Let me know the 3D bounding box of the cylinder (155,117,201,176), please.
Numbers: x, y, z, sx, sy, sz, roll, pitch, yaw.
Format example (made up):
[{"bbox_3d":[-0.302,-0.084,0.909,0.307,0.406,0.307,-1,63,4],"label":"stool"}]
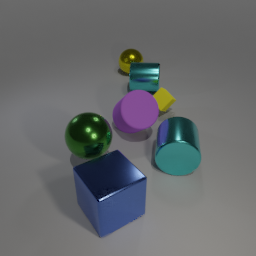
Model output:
[{"bbox_3d":[1.607,0.567,9.063,1.400,1.400,1.400,4,35,6],"label":"cylinder"}]

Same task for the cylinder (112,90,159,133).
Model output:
[{"bbox_3d":[0.245,-0.560,10.302,1.400,1.400,1.400,-11,-4,-16],"label":"cylinder"}]

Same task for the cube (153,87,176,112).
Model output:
[{"bbox_3d":[1.483,-1.189,11.800,0.700,0.700,0.700,49,17,15],"label":"cube"}]

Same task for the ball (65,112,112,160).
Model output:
[{"bbox_3d":[-1.161,0.230,8.288,1.400,1.400,1.400,0,34,0],"label":"ball"}]

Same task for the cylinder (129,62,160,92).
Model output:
[{"bbox_3d":[0.826,-2.473,13.635,1.400,1.400,1.400,3,34,6],"label":"cylinder"}]

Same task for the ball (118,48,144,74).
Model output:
[{"bbox_3d":[0.170,-3.677,15.505,1.400,1.400,1.400,0,34,0],"label":"ball"}]

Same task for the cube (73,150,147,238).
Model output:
[{"bbox_3d":[-0.476,1.679,7.412,1.400,1.400,1.400,-20,39,-28],"label":"cube"}]
